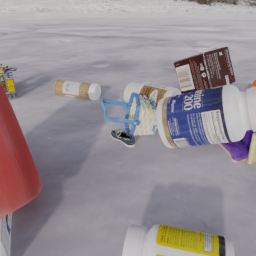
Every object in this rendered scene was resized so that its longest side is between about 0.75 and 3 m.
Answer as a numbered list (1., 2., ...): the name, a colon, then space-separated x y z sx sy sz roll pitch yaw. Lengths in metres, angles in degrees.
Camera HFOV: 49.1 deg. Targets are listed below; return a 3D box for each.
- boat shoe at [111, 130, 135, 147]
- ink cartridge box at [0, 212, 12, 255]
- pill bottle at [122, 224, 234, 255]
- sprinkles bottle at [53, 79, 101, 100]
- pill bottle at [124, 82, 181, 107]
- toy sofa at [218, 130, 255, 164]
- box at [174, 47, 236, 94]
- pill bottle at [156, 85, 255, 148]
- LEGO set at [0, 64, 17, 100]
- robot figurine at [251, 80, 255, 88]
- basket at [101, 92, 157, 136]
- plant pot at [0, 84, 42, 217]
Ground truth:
1. boat shoe: -0.168 0.247 8.485 0.390 0.322 1.041 -17 31 -31
2. ink cartridge box: -2.737 1.792 4.932 1.183 0.713 1.629 -9 27 -16
3. pill bottle: 0.742 2.000 4.301 1.570 0.897 0.897 7 27 13
4. sprinkles bottle: -2.166 -1.643 11.884 1.990 0.679 0.679 10 28 18
5. pill bottle: 0.858 -1.079 10.257 1.978 1.131 1.131 20 32 35
6. toy sofa: 3.168 0.088 8.160 1.062 0.901 2.177 -3 26 -9
7. box: 3.236 -2.360 11.828 1.904 1.579 1.563 -24 11 -38
8. pill bottle: 2.252 -0.321 7.536 2.695 1.496 1.496 -9 20 28
9. LEGO set: -5.699 -2.057 11.912 1.860 1.401 2.418 -9 28 -17
10. robot figurine: 5.913 -1.683 11.687 1.197 0.970 1.664 44 36 3
11. basket: 0.064 -0.482 8.915 1.770 1.231 1.560 5 26 -13
12. plant pot: -3.137 0.379 5.319 2.552 2.258 2.552 -7 10 1
